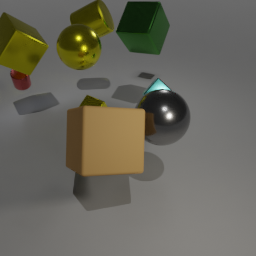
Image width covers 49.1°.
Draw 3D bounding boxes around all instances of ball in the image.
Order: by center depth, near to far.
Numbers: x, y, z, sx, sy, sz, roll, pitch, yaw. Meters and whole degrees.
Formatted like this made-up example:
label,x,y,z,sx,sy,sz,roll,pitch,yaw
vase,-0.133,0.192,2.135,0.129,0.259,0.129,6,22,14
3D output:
label,x,y,z,sx,sy,sz,roll,pitch,yaw
ball,0.833,-0.263,6.929,1.400,1.400,1.400,0,33,0
ball,-1.529,-2.527,8.801,1.400,1.400,1.400,0,33,0

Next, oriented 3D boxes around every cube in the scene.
label,x,y,z,sx,sy,sz,roll,pitch,yaw
cube,-0.556,0.266,6.359,1.400,1.400,1.400,1,0,-25
cube,-1.082,-0.491,8.777,0.700,0.700,0.700,23,72,23
cube,0.957,-1.119,9.089,0.700,0.700,0.700,42,4,-6
cube,-4.064,-3.048,10.277,1.400,1.400,1.400,16,29,-52
cube,0.610,-3.840,10.815,1.400,1.400,1.400,14,78,28

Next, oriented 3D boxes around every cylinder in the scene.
label,x,y,z,sx,sy,sz,roll,pitch,yaw
cylinder,-4.332,-2.002,11.336,0.700,0.700,0.700,4,59,-6
cylinder,-1.505,-4.493,11.899,1.400,1.400,1.400,-19,28,20
